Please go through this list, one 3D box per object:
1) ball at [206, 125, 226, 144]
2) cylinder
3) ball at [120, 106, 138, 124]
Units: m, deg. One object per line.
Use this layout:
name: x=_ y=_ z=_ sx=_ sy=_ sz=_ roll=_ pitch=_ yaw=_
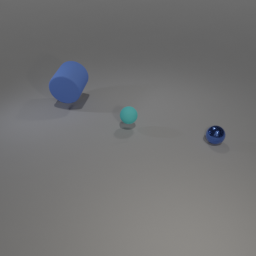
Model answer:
ball: x=3.234 y=0.255 z=10.343 sx=0.700 sy=0.700 sz=0.700 roll=0 pitch=31 yaw=0
cylinder: x=-2.615 y=-2.050 z=12.499 sx=1.400 sy=1.400 sz=1.400 roll=5 pitch=41 yaw=8
ball: x=0.029 y=-0.503 z=11.050 sx=0.700 sy=0.700 sz=0.700 roll=0 pitch=31 yaw=0
